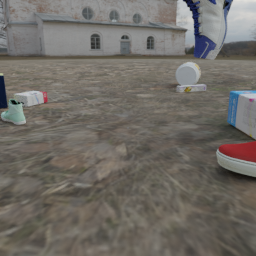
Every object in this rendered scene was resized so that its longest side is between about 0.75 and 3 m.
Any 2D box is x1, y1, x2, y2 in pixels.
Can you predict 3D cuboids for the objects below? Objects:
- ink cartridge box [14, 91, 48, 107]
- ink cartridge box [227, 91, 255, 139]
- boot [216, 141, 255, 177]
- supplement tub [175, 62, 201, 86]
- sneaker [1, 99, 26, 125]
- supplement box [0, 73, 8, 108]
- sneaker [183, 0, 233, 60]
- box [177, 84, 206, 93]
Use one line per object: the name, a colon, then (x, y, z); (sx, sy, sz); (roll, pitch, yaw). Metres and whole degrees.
ink cartridge box: (-3.723, -1.139, 10.759); (0.747, 0.433, 1.012); (9, 17, 28)
ink cartridge box: (3.756, -0.207, 6.644); (1.634, 0.963, 2.838); (-1, 17, -5)
boot: (2.777, -0.052, 4.758); (2.433, 1.755, 0.881); (0, 16, 2)
supplement tub: (3.297, -2.927, 15.349); (1.267, 1.267, 1.751); (5, 18, 17)
sneaker: (-3.405, -0.540, 8.262); (1.184, 0.698, 0.436); (13, 22, 41)
supplement box: (-4.905, -1.372, 10.225); (0.785, 1.170, 1.168); (-8, 18, -24)
sneaker: (1.646, -2.752, 6.337); (1.277, 2.210, 0.893); (10, 16, -10)
box: (3.101, -1.933, 13.666); (1.534, 0.297, 0.318); (-7, 18, -22)
